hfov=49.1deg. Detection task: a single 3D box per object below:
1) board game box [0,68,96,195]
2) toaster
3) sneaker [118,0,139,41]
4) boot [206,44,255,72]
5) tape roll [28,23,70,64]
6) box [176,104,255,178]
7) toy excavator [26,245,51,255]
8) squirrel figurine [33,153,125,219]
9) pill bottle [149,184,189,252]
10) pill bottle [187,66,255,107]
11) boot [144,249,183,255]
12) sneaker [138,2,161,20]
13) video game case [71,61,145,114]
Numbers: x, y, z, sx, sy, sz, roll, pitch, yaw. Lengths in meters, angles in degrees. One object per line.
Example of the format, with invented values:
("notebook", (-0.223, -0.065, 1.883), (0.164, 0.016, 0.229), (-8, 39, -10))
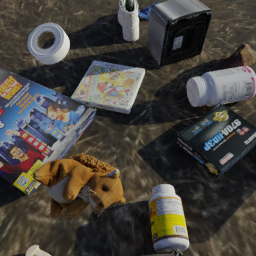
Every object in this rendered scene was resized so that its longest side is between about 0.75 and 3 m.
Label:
("board game box", (-2.849, -0.159, 7.570), (2.842, 0.877, 2.844), (36, 68, 1))
("toaster", (1.866, -3.618, 10.365), (2.007, 2.219, 1.317), (-23, 57, -17))
("sneaker", (0.048, -5.087, 12.102), (0.957, 1.501, 2.597), (-8, 48, -4))
("boot", (3.667, -2.426, 10.230), (1.663, 0.723, 2.000), (-19, 15, 13))
("tape roll", (-2.270, -2.411, 8.006), (1.136, 0.397, 1.136), (-3, 75, 11))
("box", (2.637, 0.295, 8.090), (2.006, 0.461, 1.594), (-31, 56, -24))
("toy excavator", (-1.585, 3.008, 5.751), (1.155, 0.593, 1.188), (-1, 36, -3))
("squirrel figurine", (-0.653, 0.923, 4.963), (1.329, 1.008, 1.424), (-3, 20, 23))
("pill bottle", (0.888, 2.033, 6.378), (0.770, 0.770, 1.409), (-2, 49, -2))
("pill bottle", (2.994, -1.309, 9.063), (1.958, 1.110, 1.110), (-11, 50, -9))
("boot", (0.956, 3.430, 5.049), (2.761, 0.956, 2.404), (-1, 50, 2))
("sneaker", (1.242, -5.479, 12.960), (1.700, 0.699, 0.629), (-11, 52, -9))
("video game case", (-0.636, -1.506, 9.799), (2.018, 0.254, 2.218), (12, 50, 10))
